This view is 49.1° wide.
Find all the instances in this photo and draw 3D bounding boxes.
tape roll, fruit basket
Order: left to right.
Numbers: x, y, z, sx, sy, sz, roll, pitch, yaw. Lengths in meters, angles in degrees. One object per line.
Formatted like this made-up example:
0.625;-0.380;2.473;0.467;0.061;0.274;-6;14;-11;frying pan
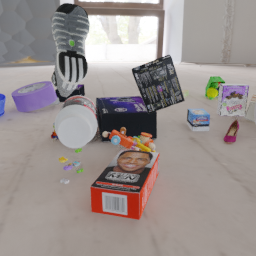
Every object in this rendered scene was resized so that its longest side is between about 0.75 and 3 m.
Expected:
-4.997;-1.723;14.992;2.180;0.926;2.180;-10;25;5;tape roll
5.464;-2.398;17.745;1.092;1.514;1.514;-2;18;-7;fruit basket

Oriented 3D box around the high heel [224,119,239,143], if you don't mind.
3.857;0.117;10.435;0.446;0.636;1.322;8;19;25;high heel

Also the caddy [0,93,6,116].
-6.811;-0.997;13.142;1.613;1.198;2.282;22;22;1;caddy

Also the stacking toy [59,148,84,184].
-1.486;1.008;7.518;0.216;0.694;0.920;10;19;28;stacking toy

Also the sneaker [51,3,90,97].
-1.843;-2.184;8.240;1.069;2.850;1.646;10;-30;-22;sneaker

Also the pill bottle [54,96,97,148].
-1.850;-0.232;10.166;1.473;1.473;2.661;-2;18;-6;pill bottle

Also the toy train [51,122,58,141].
-2.720;0.132;10.558;0.391;0.534;0.923;-2;17;-5;toy train

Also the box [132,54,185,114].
0.929;-1.292;8.470;1.219;1.522;0.331;-20;34;9;box

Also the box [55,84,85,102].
-3.597;-2.217;17.615;1.474;0.823;2.088;-3;18;0;box

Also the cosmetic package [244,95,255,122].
6.120;-0.897;13.065;1.009;0.851;1.952;20;24;19;cosmetic package

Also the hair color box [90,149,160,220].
0.028;1.239;6.791;1.126;0.679;2.219;4;17;15;hair color box

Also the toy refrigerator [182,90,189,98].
3.707;-2.241;18.364;0.353;0.384;1.010;9;19;27;toy refrigerator

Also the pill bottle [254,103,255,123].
6.749;-0.627;10.926;2.973;1.779;1.779;2;18;4;pill bottle

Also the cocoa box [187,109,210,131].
2.952;-0.366;11.834;0.725;0.713;1.087;0;17;-1;cocoa box

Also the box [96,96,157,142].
-0.191;-0.476;11.520;2.101;1.174;2.977;-6;18;-9;box

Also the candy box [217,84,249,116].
5.112;-1.375;13.699;1.273;1.518;0.543;0;17;-1;candy box

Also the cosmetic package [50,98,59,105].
-4.479;-1.539;16.135;0.912;0.411;0.487;-13;21;-28;cosmetic package

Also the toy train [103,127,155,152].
0.160;0.305;8.516;1.621;0.600;2.158;29;5;2;toy train
